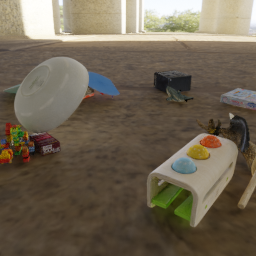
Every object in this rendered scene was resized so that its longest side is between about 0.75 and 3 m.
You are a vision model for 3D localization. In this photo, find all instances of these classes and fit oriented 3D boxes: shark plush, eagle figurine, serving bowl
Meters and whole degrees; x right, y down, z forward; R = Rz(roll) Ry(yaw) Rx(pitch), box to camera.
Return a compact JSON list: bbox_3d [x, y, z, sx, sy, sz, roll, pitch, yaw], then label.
[{"bbox_3d":[2.003,-1.298,11.167,0.566,0.519,1.247,-14,26,-29],"label":"shark plush"},{"bbox_3d":[2.614,0.318,6.737,1.259,1.252,1.659,-1,10,-29],"label":"eagle figurine"},{"bbox_3d":[-2.270,-1.071,7.691,2.410,0.793,2.410,-18,52,24],"label":"serving bowl"}]

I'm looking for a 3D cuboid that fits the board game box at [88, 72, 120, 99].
[{"bbox_3d":[-1.221,-1.743,11.723,1.449,0.357,1.835,9,32,-34],"label":"board game box"}]

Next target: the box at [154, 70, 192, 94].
[{"bbox_3d":[2.011,-2.110,12.774,1.248,0.769,1.238,-10,25,-23],"label":"box"}]

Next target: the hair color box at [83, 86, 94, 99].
[{"bbox_3d":[-2.437,-1.680,12.032,1.732,0.554,0.961,12,22,28],"label":"hair color box"}]

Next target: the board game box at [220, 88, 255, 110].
[{"bbox_3d":[4.746,-1.167,11.112,1.538,0.316,1.534,-21,31,-41],"label":"board game box"}]

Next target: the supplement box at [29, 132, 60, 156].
[{"bbox_3d":[-2.223,0.397,7.437,0.499,0.279,0.918,-16,27,-35],"label":"supplement box"}]

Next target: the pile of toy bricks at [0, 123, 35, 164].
[{"bbox_3d":[-2.848,0.254,7.153,0.857,0.762,1.544,-5,23,-11],"label":"pile of toy bricks"}]

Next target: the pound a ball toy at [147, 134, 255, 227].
[{"bbox_3d":[1.690,0.825,5.443,1.598,1.041,2.451,16,28,34],"label":"pound a ball toy"}]

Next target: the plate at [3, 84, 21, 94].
[{"bbox_3d":[-4.053,-1.965,12.279,2.704,0.346,2.704,-17,17,5],"label":"plate"}]
